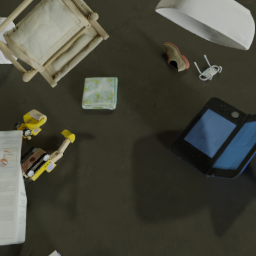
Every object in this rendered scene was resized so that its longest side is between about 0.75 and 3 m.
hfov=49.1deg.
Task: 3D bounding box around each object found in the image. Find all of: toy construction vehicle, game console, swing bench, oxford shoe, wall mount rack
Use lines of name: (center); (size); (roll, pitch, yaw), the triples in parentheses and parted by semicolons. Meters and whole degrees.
toy construction vehicle: (-2.955, 0.637, 8.134); (2.004, 0.810, 2.301); (23, 57, 26)
game console: (2.619, 0.108, 7.774); (2.004, 1.389, 2.348); (36, 74, 23)
swing bench: (-1.838, -2.289, 7.012); (2.192, 2.204, 1.430); (-41, 93, 5)
oxford shoe: (1.658, -2.672, 10.436); (0.533, 0.502, 1.424); (-29, 60, -14)
wall mount rack: (2.887, -2.187, 10.185); (0.970, 0.362, 0.843); (-36, 63, -23)

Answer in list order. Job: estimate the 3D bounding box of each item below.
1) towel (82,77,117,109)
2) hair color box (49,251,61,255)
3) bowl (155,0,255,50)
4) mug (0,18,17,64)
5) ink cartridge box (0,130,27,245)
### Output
towel: (-0.949, -1.209, 9.550); (1.144, 0.322, 1.336); (1, 56, 0)
hair color box: (-1.458, 3.605, 5.948); (0.891, 0.529, 1.631); (-33, 64, -19)
bowl: (1.929, -2.785, 6.874); (2.193, 0.818, 2.190); (23, 17, -18)
mug: (-5.152, -3.284, 10.332); (1.883, 1.585, 2.147); (2, 31, 4)
ink cartridge box: (-3.794, 1.533, 7.162); (2.257, 0.666, 2.819); (-4, 68, -2)
